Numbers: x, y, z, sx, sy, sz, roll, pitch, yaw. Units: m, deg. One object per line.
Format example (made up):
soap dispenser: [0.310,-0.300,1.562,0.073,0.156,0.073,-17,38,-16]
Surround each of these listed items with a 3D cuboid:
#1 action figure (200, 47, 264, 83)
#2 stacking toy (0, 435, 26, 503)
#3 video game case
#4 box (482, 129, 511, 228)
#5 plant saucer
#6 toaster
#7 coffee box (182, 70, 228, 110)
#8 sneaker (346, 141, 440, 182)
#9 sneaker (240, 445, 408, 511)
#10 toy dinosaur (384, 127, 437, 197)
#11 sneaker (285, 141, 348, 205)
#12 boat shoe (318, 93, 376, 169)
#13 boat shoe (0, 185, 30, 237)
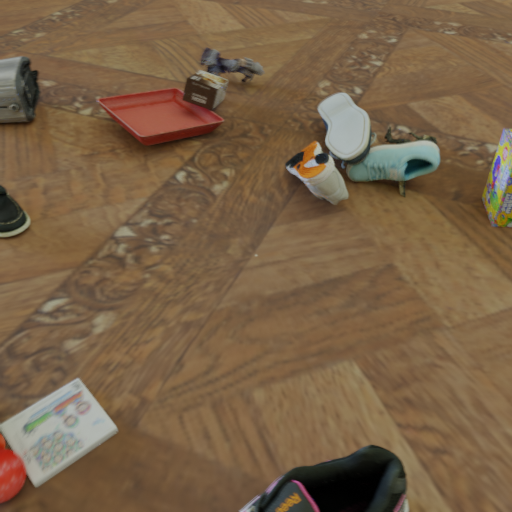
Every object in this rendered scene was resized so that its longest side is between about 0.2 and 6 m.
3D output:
action figure: [-0.530,-4.661,13.864,1.685,1.096,0.585,19,90,24]
stacking toy: [-3.402,2.035,6.522,2.065,0.882,0.882,32,50,24]
video game case: [-2.423,2.123,6.871,1.085,0.129,0.988,-30,50,-30]
box: [4.899,-1.307,9.687,1.434,1.489,0.908,3,42,4]
plant saucer: [-2.114,-3.053,12.323,2.068,0.380,2.072,-20,46,-33]
toaster: [-5.743,-3.813,12.793,1.258,1.107,1.948,-8,46,-5]
coffee box: [-1.162,-3.832,12.897,0.743,0.518,1.299,19,27,0]
sneaker: [2.539,-1.686,10.470,1.747,0.646,0.716,-14,32,19]
sneaker: [0.146,2.684,5.326,3.136,1.354,1.260,-25,46,-25]
toy dinosaur: [2.952,-2.050,11.306,0.980,0.528,2.224,25,51,17]
sneaker: [1.169,-1.485,10.565,0.787,0.957,2.080,-35,21,11]
boat shoe: [1.846,-2.453,11.354,0.986,0.814,2.633,-30,33,10]
boat shoe: [-4.993,-1.119,9.999,2.407,0.798,0.899,31,50,30]
